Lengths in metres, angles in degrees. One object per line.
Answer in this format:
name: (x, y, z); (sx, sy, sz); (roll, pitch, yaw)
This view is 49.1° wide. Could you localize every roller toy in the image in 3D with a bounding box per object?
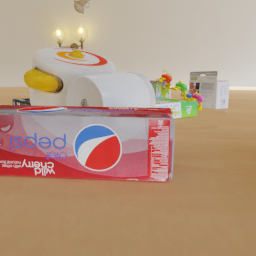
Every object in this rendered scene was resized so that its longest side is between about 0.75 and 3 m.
roller toy: (-1.699, -1.428, 8.536); (2.700, 1.887, 2.463); (4, 26, -18)

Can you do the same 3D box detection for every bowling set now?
bowling set: (-0.959, -2.780, 5.175); (0.688, 1.281, 0.892); (-33, 8, 46)

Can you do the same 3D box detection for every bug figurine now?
bug figurine: (2.308, -1.545, 11.633); (2.266, 0.583, 1.757); (32, 8, -28)

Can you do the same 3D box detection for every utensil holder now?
utensil holder: (-0.425, -0.638, 6.944); (1.481, 1.481, 1.742); (9, 15, 42)

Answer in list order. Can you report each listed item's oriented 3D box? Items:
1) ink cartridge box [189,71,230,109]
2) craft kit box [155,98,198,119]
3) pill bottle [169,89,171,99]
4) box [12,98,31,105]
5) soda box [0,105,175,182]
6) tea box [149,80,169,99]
ink cartridge box: (3.607, -1.741, 12.626); (0.770, 1.613, 1.837); (-5, 12, -27)
craft kit box: (0.596, -0.709, 9.895); (2.638, 0.640, 2.606); (-8, 15, -36)
pill bottle: (1.428, -1.787, 14.965); (1.557, 0.878, 0.878); (-3, 11, -16)
box: (-2.968, -0.791, 10.403); (1.957, 0.532, 2.443); (-7, 12, -35)
soda box: (-0.751, 0.162, 4.061); (2.784, 0.883, 0.975); (2, 12, 6)
tea box: (1.122, -1.500, 12.418); (0.823, 1.212, 1.232); (-7, 13, -35)
